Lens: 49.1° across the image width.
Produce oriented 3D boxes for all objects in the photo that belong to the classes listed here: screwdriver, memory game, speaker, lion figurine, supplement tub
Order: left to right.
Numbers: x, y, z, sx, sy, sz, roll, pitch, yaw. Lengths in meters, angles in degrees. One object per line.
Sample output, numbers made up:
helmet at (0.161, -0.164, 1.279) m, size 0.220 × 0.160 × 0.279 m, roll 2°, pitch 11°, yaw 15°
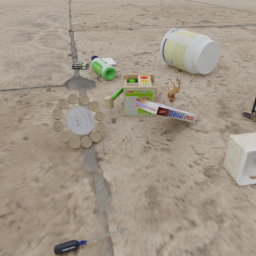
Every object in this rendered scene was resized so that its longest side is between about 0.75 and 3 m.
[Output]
memory game at (-1.495, -0.230, 8.663) m, size 1.775 × 1.775 × 0.113 m, roll -22°, pitch -3°, yaw -31°
screwdriver at (-0.720, 2.315, 5.733) m, size 1.563 × 0.218 × 0.227 m, roll -7°, pitch 64°, yaw -13°
speaker at (-1.198, -2.866, 13.495) m, size 0.709 × 0.709 × 1.602 m, roll -16°, pitch 36°, yaw -24°
lion figurine at (1.505, -1.204, 9.134) m, size 0.331 × 0.914 × 0.560 m, roll -4°, pitch 76°, yaw -8°
supplement tub at (3.024, -3.769, 13.838) m, size 1.834 × 1.834 × 2.530 m, roll -21°, pitch 38°, yaw -30°

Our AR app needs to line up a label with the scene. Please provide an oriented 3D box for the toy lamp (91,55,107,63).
toy lamp at (-1.569, -3.552, 14.857) m, size 0.413 × 0.413 × 1.420 m, roll -18°, pitch 34°, yaw -26°

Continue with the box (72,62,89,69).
box at (-2.465, -3.239, 14.563) m, size 0.774 × 0.190 × 0.624 m, roll 4°, pitch 30°, yaw 7°

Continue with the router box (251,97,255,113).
router box at (5.347, -1.254, 9.099) m, size 0.692 × 2.650 × 2.083 m, roll -15°, pitch 35°, yaw -23°

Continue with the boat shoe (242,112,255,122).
boat shoe at (4.544, -0.415, 9.928) m, size 0.937 × 0.344 × 0.349 m, roll 25°, pitch 40°, yaw 34°

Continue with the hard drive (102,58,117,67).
hard drive at (-1.093, -3.525, 15.064) m, size 0.699 × 0.141 × 1.060 m, roll -10°, pitch 33°, yaw -15°

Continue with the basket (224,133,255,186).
basket at (3.255, 0.791, 7.360) m, size 1.095 × 1.105 × 0.889 m, roll -6°, pitch 27°, yaw -10°

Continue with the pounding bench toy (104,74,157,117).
pounding bench toy at (0.074, -1.287, 10.538) m, size 1.886 × 1.171 × 1.471 m, roll 0°, pitch 32°, yaw -1°

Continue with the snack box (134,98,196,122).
snack box at (1.282, -0.545, 9.089) m, size 0.877 × 0.297 × 2.440 m, roll 26°, pitch 12°, yaw 38°
